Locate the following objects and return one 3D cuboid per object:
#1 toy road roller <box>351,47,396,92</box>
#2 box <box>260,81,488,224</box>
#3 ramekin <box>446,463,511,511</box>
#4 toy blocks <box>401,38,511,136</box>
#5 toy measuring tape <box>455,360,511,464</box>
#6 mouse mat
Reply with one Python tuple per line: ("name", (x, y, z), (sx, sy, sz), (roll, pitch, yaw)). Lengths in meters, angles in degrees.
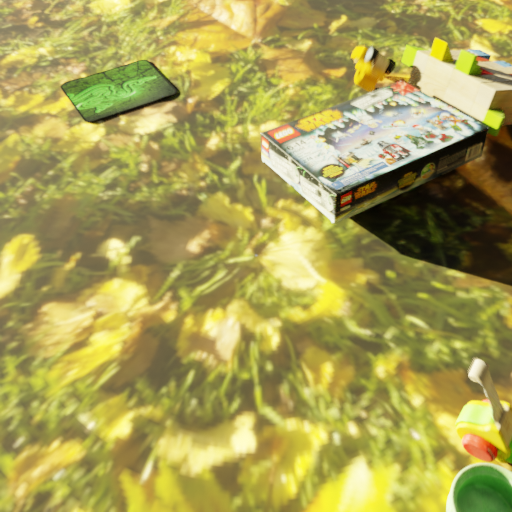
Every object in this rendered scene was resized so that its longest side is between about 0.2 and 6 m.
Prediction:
("toy road roller", (2.346, -3.905, 11.756), (0.639, 0.760, 1.040), (23, 17, -23))
("box", (2.042, -1.971, 9.926), (3.290, 0.656, 2.252), (-25, 46, -20))
("ramekin", (2.513, 2.769, 6.058), (0.905, 0.442, 0.905), (0, 49, 0))
("toy blocks", (4.450, -3.353, 10.997), (1.906, 1.393, 2.789), (-11, 41, -26))
("toy measuring tape", (2.446, 1.728, 6.172), (0.685, 1.863, 0.685), (-23, 34, 17))
("mouse mat", (-2.904, -3.526, 11.828), (2.070, 0.078, 1.666), (-26, 54, -20))
